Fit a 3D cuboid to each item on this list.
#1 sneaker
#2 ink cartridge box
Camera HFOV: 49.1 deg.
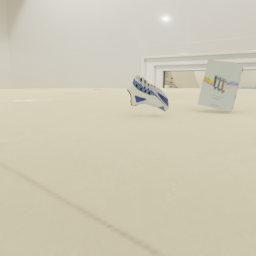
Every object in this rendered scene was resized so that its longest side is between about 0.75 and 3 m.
[{"bbox_3d":[0.582,-1.038,9.496,1.567,0.905,0.633,35,37,-20],"label":"sneaker"},{"bbox_3d":[3.622,-1.664,10.881,1.294,1.789,1.300,16,13,22],"label":"ink cartridge box"}]
